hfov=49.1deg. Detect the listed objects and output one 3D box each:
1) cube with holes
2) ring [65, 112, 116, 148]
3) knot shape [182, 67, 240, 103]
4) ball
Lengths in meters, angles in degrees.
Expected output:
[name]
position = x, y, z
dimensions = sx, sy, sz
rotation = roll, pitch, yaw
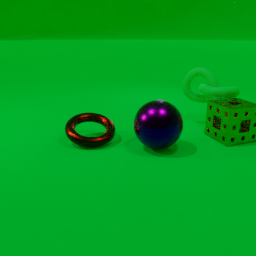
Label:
[cube with holes]
position = 2.942, -0.208, 7.914
dimensions = 1.037, 1.037, 1.037
rotation = -7, 20, -19
[ring]
position = -1.039, 0.028, 7.768
dimensions = 1.402, 0.280, 1.402
rotation = 6, 37, -4
[knot shape]
position = 2.473, -1.164, 8.760
dimensions = 1.646, 0.813, 1.759
rotation = 36, -13, 8
[ball]
position = 0.773, -0.085, 7.185
dimensions = 1.270, 1.270, 1.270
rotation = 0, 19, 0
